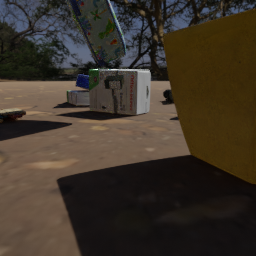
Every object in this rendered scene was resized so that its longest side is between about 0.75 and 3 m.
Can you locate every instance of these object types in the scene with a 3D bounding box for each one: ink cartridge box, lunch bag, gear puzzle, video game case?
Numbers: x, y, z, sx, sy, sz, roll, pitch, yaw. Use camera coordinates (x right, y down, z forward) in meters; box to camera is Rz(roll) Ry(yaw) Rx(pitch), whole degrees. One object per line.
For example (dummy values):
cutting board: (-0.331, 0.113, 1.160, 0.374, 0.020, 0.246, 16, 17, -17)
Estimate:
ink cartridge box: (-0.324, -1.323, 9.967, 2.095, 1.529, 0.881, 7, 13, 33)
ink cartridge box: (-2.080, -1.381, 12.627, 1.021, 0.589, 1.397, -5, 13, -27)
lunch bag: (-1.055, -3.317, 8.179, 1.106, 2.157, 2.684, -25, -33, 2)
gear puzzle: (-3.915, -0.416, 8.809, 1.070, 0.270, 2.065, -9, 11, -30)
video game case: (-0.941, -1.864, 13.043, 2.660, 0.605, 2.411, 13, 4, -4)

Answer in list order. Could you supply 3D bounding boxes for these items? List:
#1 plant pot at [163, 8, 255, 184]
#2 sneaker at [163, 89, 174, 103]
plant pot: (2.042, -0.454, 4.252, 2.331, 2.056, 2.331, -5, 12, -20)
sneaker: (2.131, -1.565, 13.640, 1.084, 0.624, 2.078, 9, 9, 32)
